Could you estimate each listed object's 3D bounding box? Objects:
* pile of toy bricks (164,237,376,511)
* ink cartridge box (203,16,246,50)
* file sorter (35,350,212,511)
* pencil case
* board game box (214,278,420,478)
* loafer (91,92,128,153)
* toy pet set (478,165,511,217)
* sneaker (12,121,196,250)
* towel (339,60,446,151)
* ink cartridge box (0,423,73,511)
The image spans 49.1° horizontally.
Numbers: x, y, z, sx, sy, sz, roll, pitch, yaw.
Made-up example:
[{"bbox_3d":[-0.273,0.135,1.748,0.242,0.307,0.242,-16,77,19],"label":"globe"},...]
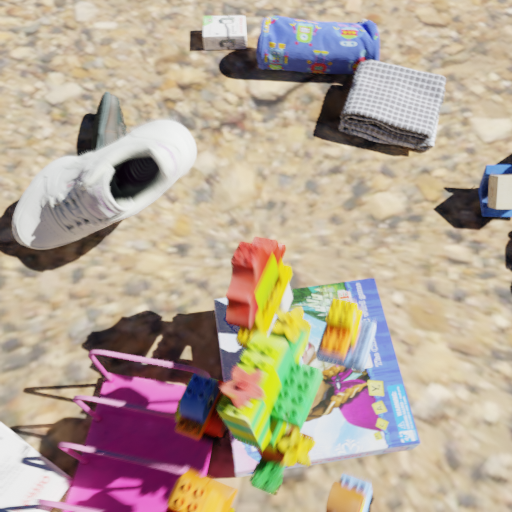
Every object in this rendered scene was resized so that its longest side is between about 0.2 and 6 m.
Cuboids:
[{"bbox_3d":[0.095,1.357,4.997,2.000,1.780,3.605,11,56,22],"label":"pile of toy bricks"},{"bbox_3d":[-0.569,-4.048,10.159,0.770,0.323,0.560,-2,61,-1],"label":"ink cartridge box"},{"bbox_3d":[-1.368,2.272,6.060,1.496,1.350,2.153,8,62,6],"label":"file sorter"},{"bbox_3d":[1.077,-3.636,9.621,2.148,0.838,0.933,3,86,1],"label":"pencil case"},{"bbox_3d":[0.669,1.459,7.057,2.193,0.452,2.198,-8,62,-4],"label":"board game box"},{"bbox_3d":[-2.267,-1.735,8.815,0.575,0.657,1.829,13,60,-28],"label":"loafer"},{"bbox_3d":[4.079,-0.825,8.203,1.416,0.806,1.517,1,100,8],"label":"toy pet set"},{"bbox_3d":[-2.199,-0.861,7.376,2.893,1.083,1.441,-27,20,15],"label":"sneaker"},{"bbox_3d":[2.240,-2.450,9.089,1.548,0.662,1.282,16,63,8],"label":"towel"},{"bbox_3d":[-2.952,2.559,6.368,1.337,0.562,0.973,32,66,14],"label":"ink cartridge box"}]
